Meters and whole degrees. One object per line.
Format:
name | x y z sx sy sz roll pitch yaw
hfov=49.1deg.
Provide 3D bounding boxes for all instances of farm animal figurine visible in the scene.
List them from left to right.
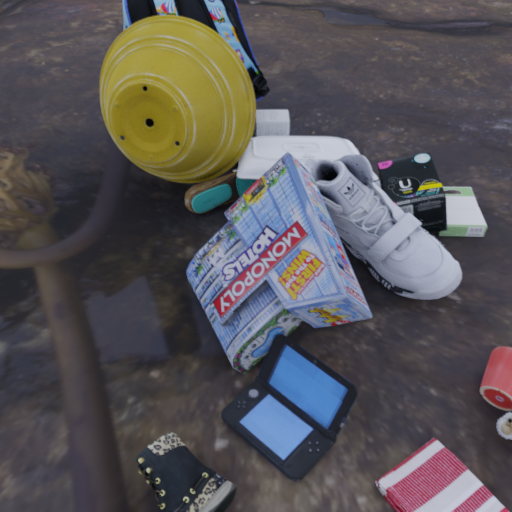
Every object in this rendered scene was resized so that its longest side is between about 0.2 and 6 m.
farm animal figurine | 4.585 2.694 8.505 1.395 0.735 1.410 -36 60 -17

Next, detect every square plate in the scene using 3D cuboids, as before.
square plate | 1.105 -2.395 13.324 3.084 0.439 3.055 1 24 -1

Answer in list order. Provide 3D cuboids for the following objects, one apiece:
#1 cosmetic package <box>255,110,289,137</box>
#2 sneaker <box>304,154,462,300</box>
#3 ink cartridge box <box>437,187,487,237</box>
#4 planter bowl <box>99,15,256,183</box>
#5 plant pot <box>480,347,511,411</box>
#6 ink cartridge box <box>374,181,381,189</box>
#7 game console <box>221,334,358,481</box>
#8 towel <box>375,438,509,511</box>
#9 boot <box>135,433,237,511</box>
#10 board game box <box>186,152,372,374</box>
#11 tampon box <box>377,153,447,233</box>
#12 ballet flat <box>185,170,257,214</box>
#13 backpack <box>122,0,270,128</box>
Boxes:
cosmetic package | 0.421 -3.387 14.847 0.873 0.731 0.726 -1 41 -2
sneaker | 2.253 -0.640 10.783 1.358 2.078 3.615 -45 50 -1
ink cartridge box | 4.497 -1.010 12.628 1.007 0.332 1.384 1 43 1
planter bowl | -2.025 -3.059 12.075 3.783 3.783 1.575 11 32 12
plant pot | 4.092 2.041 9.111 0.856 0.856 0.757 28 61 26
ink cartridge box | 3.221 -1.506 13.201 0.954 0.207 0.937 -22 45 1
game console | 0.472 2.295 8.665 1.669 0.988 1.425 32 51 30
towel | 2.761 3.575 7.880 1.326 0.209 1.841 -24 48 -24
boot | -1.306 3.368 7.687 1.346 0.643 1.782 36 45 26
board game box | 0.340 0.333 9.517 3.148 0.971 3.146 -44 46 11
tampon box | 3.367 -1.310 12.122 1.164 0.981 1.554 -11 45 10
ballet flat | -0.610 -1.613 13.059 2.358 0.800 0.853 -22 34 -17
backpack | -1.858 -5.162 14.082 3.352 2.470 3.672 -17 90 -27
